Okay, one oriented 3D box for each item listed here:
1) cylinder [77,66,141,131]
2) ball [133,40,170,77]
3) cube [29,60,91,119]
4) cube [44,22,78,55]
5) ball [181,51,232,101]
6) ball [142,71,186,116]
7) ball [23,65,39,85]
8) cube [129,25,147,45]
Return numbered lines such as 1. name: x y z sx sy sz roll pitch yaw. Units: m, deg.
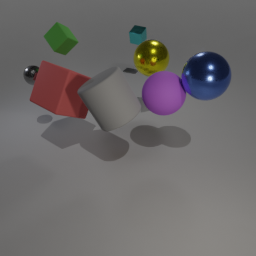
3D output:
1. cylinder: -0.534 -0.856 8.256 1.400 1.400 1.400 -27 22 12
2. ball: 0.908 -2.703 10.879 1.400 1.400 1.400 0 33 0
3. cube: -2.111 -1.239 9.283 1.400 1.400 1.400 25 9 31
4. cube: -2.263 -3.014 9.505 0.700 0.700 0.700 54 19 9
5. ball: 2.261 -1.497 8.130 1.400 1.400 1.400 0 33 0
6. ball: 1.136 -1.096 8.895 1.400 1.400 1.400 0 33 0
7. ball: -3.320 -1.853 9.876 0.700 0.700 0.700 0 33 0
8. cube: 0.537 -4.929 14.896 0.700 0.700 0.700 19 58 21
